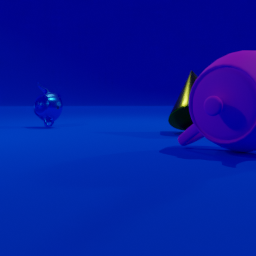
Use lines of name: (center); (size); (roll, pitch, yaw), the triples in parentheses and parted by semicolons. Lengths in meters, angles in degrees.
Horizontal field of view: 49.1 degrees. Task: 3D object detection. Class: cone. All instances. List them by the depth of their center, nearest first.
cone: (1.466, -0.760, 6.157); (1.253, 1.258, 1.253); (-1, -26, 0)

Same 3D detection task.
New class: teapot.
teapot: (1.361, -0.346, 3.451); (1.022, 1.298, 2.088); (-9, -26, -41)
teapot: (-2.189, -0.611, 7.492); (0.814, 1.308, 0.641); (-23, -20, 28)
